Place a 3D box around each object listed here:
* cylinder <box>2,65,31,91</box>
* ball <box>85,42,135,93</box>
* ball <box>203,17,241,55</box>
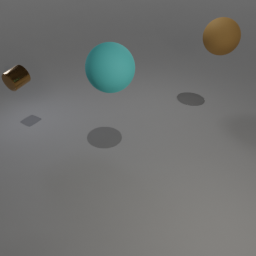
[{"bbox_3d":[-3.956,-1.771,9.922,0.700,0.700,0.700,20,49,29],"label":"cylinder"},{"bbox_3d":[-0.500,-1.684,7.854,1.400,1.400,1.400,0,32,0],"label":"ball"},{"bbox_3d":[3.597,-3.517,10.778,1.400,1.400,1.400,0,32,0],"label":"ball"}]
